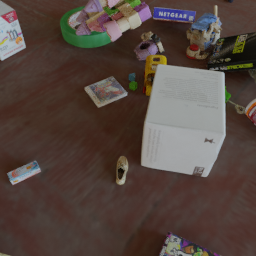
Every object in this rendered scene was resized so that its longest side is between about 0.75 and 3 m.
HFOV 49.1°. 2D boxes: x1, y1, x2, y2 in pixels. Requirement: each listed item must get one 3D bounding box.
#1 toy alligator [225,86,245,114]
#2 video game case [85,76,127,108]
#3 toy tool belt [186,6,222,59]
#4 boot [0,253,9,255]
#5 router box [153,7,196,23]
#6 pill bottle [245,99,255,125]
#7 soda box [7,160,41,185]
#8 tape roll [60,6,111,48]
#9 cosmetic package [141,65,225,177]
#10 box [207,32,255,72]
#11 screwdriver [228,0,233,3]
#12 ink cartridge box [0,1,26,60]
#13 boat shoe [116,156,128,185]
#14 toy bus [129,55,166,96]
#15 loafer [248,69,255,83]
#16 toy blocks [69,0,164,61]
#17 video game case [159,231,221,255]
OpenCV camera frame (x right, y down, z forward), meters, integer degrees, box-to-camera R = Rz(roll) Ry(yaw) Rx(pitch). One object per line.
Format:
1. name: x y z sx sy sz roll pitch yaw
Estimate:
1. toy alligator: 2.779 -1.207 8.831 2.176 0.590 0.645 35 58 25
2. video game case: -0.724 -1.198 9.130 1.080 0.124 0.984 -25 55 -19
3. toy tool belt: 2.781 -3.600 10.367 1.271 1.251 2.036 25 55 19
4. boot: -3.593 3.133 5.005 2.724 0.992 2.117 6 51 3
5. router box: 1.845 -4.510 11.239 1.610 0.393 1.445 9 20 7
6. pill bottle: 4.020 -0.203 7.901 0.759 0.759 1.343 -17 52 -13
7. soda box: -2.640 1.132 7.125 0.757 0.259 0.241 -26 55 -20
8. tape roll: -1.532 -4.101 11.237 2.279 0.548 2.279 -1 51 1
9. cosmetic package: 1.399 -0.212 7.238 1.779 1.777 2.156 9 50 8
10. box: 3.821 -2.630 9.693 1.760 0.433 1.823 -1 45 36
11. screwdriver: 4.618 -6.553 13.464 0.274 0.263 1.884 -29 48 17
12. ink cartridge box: -4.639 -3.517 10.108 1.133 1.566 1.138 35 59 22
13. boat shoe: -0.150 1.040 7.196 0.295 0.267 0.826 2 51 1
14. toy bus: 0.891 -1.687 9.082 1.492 0.817 1.581 -35 58 -25
15. loafer: 4.531 -1.890 9.403 0.580 0.663 1.845 17 44 -9
16. toy blocks: -0.695 -3.787 10.009 2.516 2.989 2.793 -31 45 2
17. video game case: 1.180 3.105 5.485 1.481 0.293 1.634 21 54 16
